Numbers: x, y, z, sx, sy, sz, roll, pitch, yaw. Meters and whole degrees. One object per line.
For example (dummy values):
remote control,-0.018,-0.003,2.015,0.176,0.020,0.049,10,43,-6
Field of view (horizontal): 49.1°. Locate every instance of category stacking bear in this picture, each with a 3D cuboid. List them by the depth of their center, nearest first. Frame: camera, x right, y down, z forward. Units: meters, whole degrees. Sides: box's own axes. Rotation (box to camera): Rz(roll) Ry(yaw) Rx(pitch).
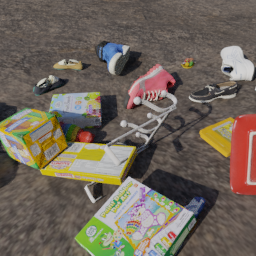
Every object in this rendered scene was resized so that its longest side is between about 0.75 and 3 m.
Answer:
stacking bear,-1.615,0.237,8.613,1.167,0.663,0.709,14,40,10

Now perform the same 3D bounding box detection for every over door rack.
over door rack,-0.027,0.315,7.195,0.938,2.081,2.817,39,48,9

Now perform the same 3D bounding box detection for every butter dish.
butter dish,3.643,0.560,7.411,2.114,2.108,1.562,-1,12,5

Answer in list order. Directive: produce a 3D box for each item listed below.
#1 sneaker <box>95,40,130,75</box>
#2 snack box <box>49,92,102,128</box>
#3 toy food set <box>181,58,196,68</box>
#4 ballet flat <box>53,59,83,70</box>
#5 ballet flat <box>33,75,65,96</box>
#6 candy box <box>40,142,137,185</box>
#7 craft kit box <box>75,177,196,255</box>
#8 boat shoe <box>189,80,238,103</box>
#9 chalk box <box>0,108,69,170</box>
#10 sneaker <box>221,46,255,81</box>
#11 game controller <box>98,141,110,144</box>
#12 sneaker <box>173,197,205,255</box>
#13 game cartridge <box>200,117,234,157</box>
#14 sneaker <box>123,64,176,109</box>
sneaker,-0.881,-3.200,12.620,1.467,1.012,2.636,13,35,7
snack box,-1.786,-0.615,9.700,1.718,0.581,1.449,-5,39,-4
toy food set,2.837,-3.107,13.123,0.537,0.298,0.913,19,42,23
ballet flat,-2.732,-2.929,12.778,1.411,0.445,0.484,4,38,5
ballet flat,-3.169,-1.810,11.291,0.547,0.547,1.498,28,46,31
candy box,-1.071,0.895,7.619,2.418,0.319,1.236,3,39,23
craft kit box,0.136,2.103,5.789,1.815,0.446,1.837,19,56,42
boat shoe,3.293,-1.428,10.725,1.972,0.595,0.729,-7,39,-9
chalk box,-2.854,0.210,7.970,1.873,1.160,1.166,12,41,36
sneaker,4.610,-2.913,12.423,1.096,0.938,2.516,-8,38,-2
game controller,-0.844,0.758,8.281,0.596,0.241,1.143,7,36,32
sneaker,1.051,2.051,6.202,0.800,0.683,1.815,27,45,29
game cartridge,3.188,0.244,8.885,1.439,0.233,1.269,-20,42,-25
sneaker,0.887,-1.455,10.489,1.156,0.982,2.665,36,54,13
